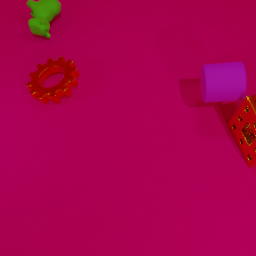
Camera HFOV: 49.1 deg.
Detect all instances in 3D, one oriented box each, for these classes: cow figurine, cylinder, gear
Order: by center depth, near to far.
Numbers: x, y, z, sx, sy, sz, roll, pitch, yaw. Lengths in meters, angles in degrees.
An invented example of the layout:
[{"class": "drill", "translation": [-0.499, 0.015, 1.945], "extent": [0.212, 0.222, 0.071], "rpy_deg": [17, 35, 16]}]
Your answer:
[{"class": "cylinder", "translation": [2.465, -1.195, 7.344], "extent": [0.988, 0.988, 0.988], "rpy_deg": [-4, 61, 8]}, {"class": "gear", "translation": [-2.241, -1.455, 8.405], "extent": [1.563, 0.289, 1.563], "rpy_deg": [-6, 59, 11]}, {"class": "cow figurine", "translation": [-2.794, -3.818, 9.524], "extent": [1.468, 0.806, 1.444], "rpy_deg": [-39, 69, -18]}]

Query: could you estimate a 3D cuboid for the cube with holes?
[{"class": "cube with holes", "translation": [3.683, -0.008, 7.130], "extent": [1.379, 1.379, 1.379], "rpy_deg": [-13, 63, -8]}]
